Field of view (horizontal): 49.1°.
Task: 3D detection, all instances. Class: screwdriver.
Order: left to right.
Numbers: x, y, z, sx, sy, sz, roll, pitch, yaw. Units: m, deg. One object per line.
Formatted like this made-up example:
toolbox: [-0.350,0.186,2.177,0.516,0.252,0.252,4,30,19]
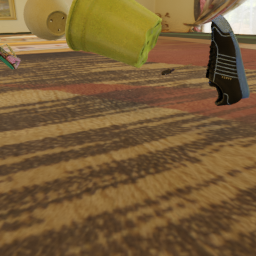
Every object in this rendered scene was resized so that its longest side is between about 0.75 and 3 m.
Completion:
screwdriver: [1.466,-1.751,8.359,0.992,0.144,0.138,-10,49,23]

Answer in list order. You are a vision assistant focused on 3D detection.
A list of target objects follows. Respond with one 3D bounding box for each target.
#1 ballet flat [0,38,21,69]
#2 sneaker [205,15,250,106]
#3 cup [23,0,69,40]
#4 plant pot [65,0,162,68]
ballet flat: [-3.996,-2.458,8.708,0.546,0.562,1.581,17,-15,33]
sneaker: [2.276,-1.570,6.858,0.845,2.168,0.760,-20,13,7]
cup: [-2.519,-3.622,9.331,1.604,1.604,1.147,-14,36,-29]
plant pot: [-0.272,-2.966,8.363,2.190,2.382,2.382,28,29,7]
